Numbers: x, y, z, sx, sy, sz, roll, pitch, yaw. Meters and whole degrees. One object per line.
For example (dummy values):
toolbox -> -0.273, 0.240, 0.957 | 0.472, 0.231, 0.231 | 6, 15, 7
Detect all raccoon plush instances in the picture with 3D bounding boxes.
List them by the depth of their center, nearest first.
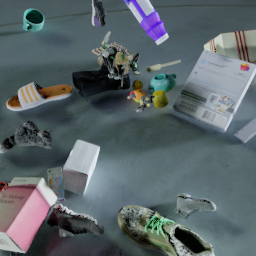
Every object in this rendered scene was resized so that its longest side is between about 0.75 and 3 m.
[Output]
raccoon plush -> -3.578, 0.614, 10.119 | 1.807, 0.874, 1.210 | -45, 69, -6

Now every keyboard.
keyboard -> 4.876, 0.011, 11.000 | 1.781, 0.095, 0.501 | -31, 52, -28

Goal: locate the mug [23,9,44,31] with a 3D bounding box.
mug -> -5.890, -6.497, 17.112 | 1.420, 0.878, 1.167 | -22, 80, -31

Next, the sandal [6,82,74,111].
sandal -> -3.853, -1.626, 12.179 | 2.917, 0.836, 1.117 | -19, 47, -19

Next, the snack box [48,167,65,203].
snack box -> -2.326, 1.818, 9.044 | 0.461, 0.156, 1.283 | -10, 44, -10

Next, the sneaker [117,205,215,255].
sneaker -> 1.018, 2.673, 7.323 | 2.881, 1.277, 1.108 | 22, 48, 22

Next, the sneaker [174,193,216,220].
sneaker -> 1.956, 2.388, 8.260 | 1.170, 0.440, 0.673 | 13, 45, 21

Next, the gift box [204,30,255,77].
gift box -> 4.676, -3.097, 12.546 | 2.008, 2.032, 2.176 | -10, 2, -5

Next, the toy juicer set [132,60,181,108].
toy juicer set -> 1.221, -1.995, 12.729 | 1.895, 0.810, 2.978 | 3, 46, 28

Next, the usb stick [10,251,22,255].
usb stick -> -2.944, 3.386, 7.388 | 0.284, 0.167, 1.025 | -25, 48, -10

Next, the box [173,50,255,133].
box -> 3.455, -1.544, 11.253 | 2.236, 0.591, 2.869 | 25, 83, 25

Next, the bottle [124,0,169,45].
bottle -> 0.814, -4.822, 12.064 | 0.831, 2.545, 1.063 | -35, 7, 7

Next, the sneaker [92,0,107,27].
sneaker -> -1.222, -5.317, 12.559 | 0.649, 1.483, 0.562 | 18, 37, 19

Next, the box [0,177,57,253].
box -> -2.975, 2.314, 7.681 | 1.128, 0.962, 1.765 | -4, 38, 24

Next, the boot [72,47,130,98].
boot -> -1.424, -2.661, 12.991 | 2.399, 1.090, 2.855 | -11, 54, -16

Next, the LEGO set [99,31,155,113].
LEGO set -> -0.151, -1.628, 8.612 | 0.718, 2.535, 1.646 | -14, 6, 42

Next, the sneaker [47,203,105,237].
sneaker -> -1.511, 2.746, 7.801 | 1.743, 0.579, 0.789 | 16, 48, 21

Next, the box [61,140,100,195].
box -> -1.498, 1.246, 8.822 | 0.779, 1.192, 1.186 | 19, 45, 0

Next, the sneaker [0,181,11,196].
sneaker -> -3.579, 1.830, 8.650 | 1.268, 0.680, 0.424 | -33, 53, -30

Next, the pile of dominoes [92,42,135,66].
pile of dominoes -> -0.798, -3.819, 14.833 | 1.906, 0.303, 1.486 | -30, 68, -32
